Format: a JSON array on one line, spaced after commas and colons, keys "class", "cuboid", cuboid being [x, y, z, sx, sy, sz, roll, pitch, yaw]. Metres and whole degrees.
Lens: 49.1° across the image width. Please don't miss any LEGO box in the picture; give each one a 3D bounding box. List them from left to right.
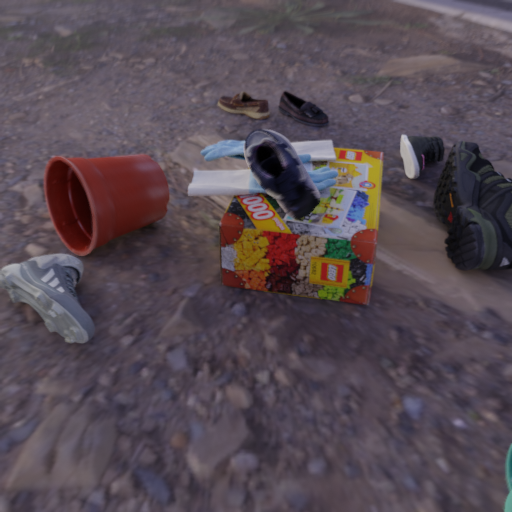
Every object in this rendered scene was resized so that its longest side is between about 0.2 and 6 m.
[{"class": "LEGO box", "cuboid": [0.978, -0.772, 10.461, 2.560, 1.326, 3.437, 7, 35, 10]}]

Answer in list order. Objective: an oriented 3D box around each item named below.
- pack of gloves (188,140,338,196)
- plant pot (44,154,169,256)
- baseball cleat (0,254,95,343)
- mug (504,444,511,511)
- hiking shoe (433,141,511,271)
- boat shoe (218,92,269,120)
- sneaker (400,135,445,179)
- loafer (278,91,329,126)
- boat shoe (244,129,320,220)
[{"class": "pack of gloves", "cuboid": [0.178, -1.858, 10.411, 2.678, 0.529, 2.250, -1, 35, 3]}, {"class": "plant pot", "cuboid": [-2.784, -1.128, 10.766, 1.804, 1.855, 1.855, -21, 39, -41]}, {"class": "baseball cleat", "cuboid": [-3.137, 0.521, 9.044, 2.413, 0.841, 1.284, 26, 43, 32]}, {"class": "mug", "cuboid": [3.143, 2.713, 5.522, 1.390, 1.046, 1.691, 44, 14, 0]}, {"class": "hiking shoe", "cuboid": [4.598, -0.938, 10.943, 1.832, 1.378, 3.640, 10, 45, 2]}, {"class": "boat shoe", "cuboid": [-0.369, -4.537, 16.500, 1.803, 0.649, 0.650, 26, 42, 32]}, {"class": "sneaker", "cuboid": [4.041, -2.424, 13.381, 1.000, 0.713, 2.016, 0, 30, 9]}, {"class": "loafer", "cuboid": [1.330, -4.237, 16.125, 0.665, 0.583, 1.851, -27, 43, -33]}, {"class": "boat shoe", "cuboid": [0.222, -1.667, 9.255, 0.876, 1.088, 2.346, -39, 46, 5]}]
